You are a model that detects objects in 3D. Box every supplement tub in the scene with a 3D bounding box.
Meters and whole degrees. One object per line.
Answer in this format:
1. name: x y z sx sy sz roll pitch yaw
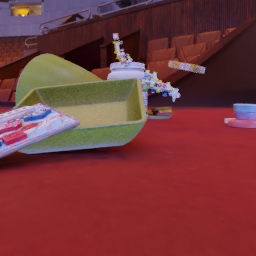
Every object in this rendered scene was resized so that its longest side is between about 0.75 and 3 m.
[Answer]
1. supplement tub: -0.027 -1.766 14.026 2.022 2.796 2.022 0 6 0

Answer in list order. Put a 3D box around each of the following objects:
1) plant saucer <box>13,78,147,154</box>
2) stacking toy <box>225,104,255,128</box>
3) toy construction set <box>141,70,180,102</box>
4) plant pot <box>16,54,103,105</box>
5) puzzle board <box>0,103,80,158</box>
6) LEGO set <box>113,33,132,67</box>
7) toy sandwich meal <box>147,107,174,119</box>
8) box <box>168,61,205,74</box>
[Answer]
1. plant saucer: -1.009 -0.283 5.931 2.717 0.652 2.721 -5 26 2
2. stacking toy: 5.460 -0.717 11.291 2.958 1.249 2.677 0 6 0
3. toy construction set: 1.232 -1.561 10.478 1.595 0.735 1.046 28 -13 -2
4. plant pot: -1.619 -0.839 8.830 2.637 2.468 2.468 18 12 22
5. puzzle board: -2.039 0.038 4.555 2.032 0.177 1.532 -25 31 -35
6. LEGO set: -0.169 -2.848 10.315 0.485 1.303 0.599 -19 -7 -24
7. toy sandwich meal: 1.684 -0.895 16.188 1.925 0.659 1.925 0 5 0
8. box: 1.960 -2.113 9.662 0.717 0.250 1.205 0 19 -43
